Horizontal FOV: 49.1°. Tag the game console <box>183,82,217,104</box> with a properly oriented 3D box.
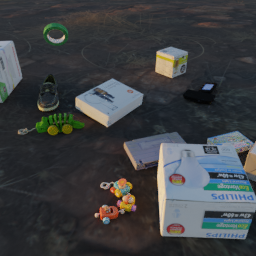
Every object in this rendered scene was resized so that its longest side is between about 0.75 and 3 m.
[{"bbox_3d":[3.771,-1.841,14.076,1.406,0.287,2.383,17,36,24],"label":"game console"}]

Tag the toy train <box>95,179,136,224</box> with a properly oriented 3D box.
[{"bbox_3d":[-0.370,1.981,8.081,1.165,0.431,1.551,-2,34,-4],"label":"toy train"}]

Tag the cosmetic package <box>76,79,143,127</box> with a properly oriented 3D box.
[{"bbox_3d":[-0.792,-1.214,12.561,1.887,0.647,2.503,32,44,22],"label":"cosmetic package"}]

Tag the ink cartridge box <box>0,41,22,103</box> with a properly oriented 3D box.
[{"bbox_3d":[-6.507,-2.857,13.911,1.237,2.134,2.947,-2,33,0],"label":"ink cartridge box"}]

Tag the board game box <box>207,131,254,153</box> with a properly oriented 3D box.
[{"bbox_3d":[3.798,0.575,10.411,1.391,0.238,0.935,-12,34,-17],"label":"board game box"}]

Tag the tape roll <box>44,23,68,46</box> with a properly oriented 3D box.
[{"bbox_3d":[-2.557,-3.317,9.957,0.843,0.843,0.203,-5,58,-8],"label":"tape roll"}]

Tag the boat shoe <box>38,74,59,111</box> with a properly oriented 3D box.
[{"bbox_3d":[-3.820,-1.750,13.359,0.984,0.905,2.753,-5,33,-7],"label":"boat shoe"}]

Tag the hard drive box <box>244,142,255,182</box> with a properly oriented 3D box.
[{"bbox_3d":[5.305,0.904,9.160,2.108,1.039,2.704,23,40,31],"label":"hard drive box"}]

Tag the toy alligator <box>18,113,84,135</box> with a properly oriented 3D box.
[{"bbox_3d":[-3.085,-0.200,11.158,2.634,0.715,0.781,-5,33,-8],"label":"toy alligator"}]

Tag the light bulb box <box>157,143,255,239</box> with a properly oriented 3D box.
[{"bbox_3d":[1.975,1.646,7.701,2.221,1.398,2.241,1,33,2],"label":"light bulb box"}]

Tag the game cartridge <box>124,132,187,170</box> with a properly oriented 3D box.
[{"bbox_3d":[1.061,0.781,10.003,2.149,0.412,1.393,-10,30,-15],"label":"game cartridge"}]

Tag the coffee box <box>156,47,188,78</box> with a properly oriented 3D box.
[{"bbox_3d":[2.504,-3.785,16.132,1.289,1.277,1.291,-27,42,-35],"label":"coffee box"}]
